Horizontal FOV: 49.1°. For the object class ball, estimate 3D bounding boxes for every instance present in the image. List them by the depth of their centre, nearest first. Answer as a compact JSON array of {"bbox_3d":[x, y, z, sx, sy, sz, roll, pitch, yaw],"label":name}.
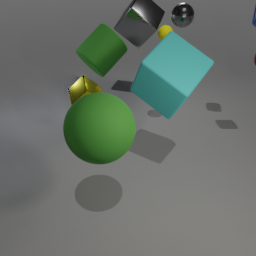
[{"bbox_3d":[-0.552,0.008,5.485,1.400,1.400,1.400,0,30,0],"label":"ball"},{"bbox_3d":[1.664,-3.428,8.532,0.700,0.700,0.700,0,30,0],"label":"ball"},{"bbox_3d":[1.755,-4.434,13.089,0.700,0.700,0.700,0,30,0],"label":"ball"}]

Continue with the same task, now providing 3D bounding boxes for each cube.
[{"bbox_3d":[1.124,-1.370,7.485,1.400,1.400,1.400,38,65,5],"label":"cube"},{"bbox_3d":[-1.253,-0.984,8.374,0.700,0.700,0.700,27,34,-43],"label":"cube"},{"bbox_3d":[0.499,-4.621,12.024,1.400,1.400,1.400,34,54,-17],"label":"cube"}]

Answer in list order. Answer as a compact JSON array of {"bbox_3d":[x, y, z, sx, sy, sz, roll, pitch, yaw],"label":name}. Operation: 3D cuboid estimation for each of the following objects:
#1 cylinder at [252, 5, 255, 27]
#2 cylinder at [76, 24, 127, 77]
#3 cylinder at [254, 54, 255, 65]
[{"bbox_3d":[4.490,-3.744,9.156,0.700,0.700,0.700,15,-11,3],"label":"cylinder"},{"bbox_3d":[-0.980,-2.892,10.496,1.400,1.400,1.400,-48,43,-4],"label":"cylinder"},{"bbox_3d":[4.466,-2.187,8.754,0.700,0.700,0.700,9,28,-13],"label":"cylinder"}]
